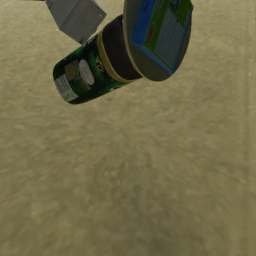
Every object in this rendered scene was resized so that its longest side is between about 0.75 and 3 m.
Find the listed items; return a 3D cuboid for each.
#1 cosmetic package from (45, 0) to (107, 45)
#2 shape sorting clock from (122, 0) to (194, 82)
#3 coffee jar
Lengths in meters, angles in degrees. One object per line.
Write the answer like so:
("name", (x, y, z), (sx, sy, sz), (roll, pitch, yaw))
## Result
("cosmetic package", (-1.543, -3.414, 7.989), (0.954, 1.129, 2.114), (27, 23, -41))
("shape sorting clock", (0.287, -0.915, 2.440), (0.198, 1.011, 1.011), (16, 46, 34))
("coffee jar", (-0.291, -1.026, 4.361), (1.064, 0.870, 2.040), (-30, 10, -38))
